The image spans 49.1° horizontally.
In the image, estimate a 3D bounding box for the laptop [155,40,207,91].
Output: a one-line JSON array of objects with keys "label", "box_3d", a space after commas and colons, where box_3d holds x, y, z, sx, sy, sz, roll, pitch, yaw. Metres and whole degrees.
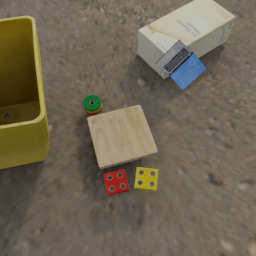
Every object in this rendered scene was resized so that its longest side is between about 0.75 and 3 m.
[{"label": "laptop", "box_3d": [1.327, -1.556, 7.022, 0.832, 0.888, 0.515, -43, 41, 23]}]

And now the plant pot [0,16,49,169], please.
[{"label": "plant pot", "box_3d": [-2.965, -0.411, 5.986, 2.660, 2.346, 2.660, -11, 61, -8]}]

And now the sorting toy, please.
[{"label": "sorting toy", "box_3d": [-0.132, 0.331, 6.668, 1.362, 0.478, 2.825, -15, 60, -7]}]

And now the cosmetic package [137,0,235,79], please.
[{"label": "cosmetic package", "box_3d": [1.638, -2.655, 8.058, 2.539, 0.928, 1.315, -34, 65, -18]}]
